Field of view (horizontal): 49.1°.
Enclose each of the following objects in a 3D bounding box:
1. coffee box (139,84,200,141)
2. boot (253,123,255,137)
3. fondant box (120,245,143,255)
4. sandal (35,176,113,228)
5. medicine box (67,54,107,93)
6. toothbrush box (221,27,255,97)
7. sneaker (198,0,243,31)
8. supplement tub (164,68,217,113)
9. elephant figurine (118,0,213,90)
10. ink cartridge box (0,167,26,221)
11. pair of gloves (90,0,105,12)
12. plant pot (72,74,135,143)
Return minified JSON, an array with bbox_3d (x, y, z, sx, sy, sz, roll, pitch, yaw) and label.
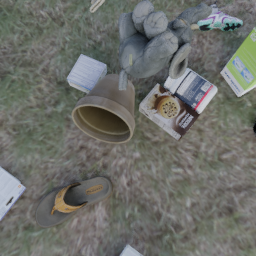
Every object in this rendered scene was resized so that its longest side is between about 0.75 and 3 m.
[{"bbox_3d":[1.457,-0.554,10.029,1.882,0.751,1.064,38,77,10],"label":"coffee box"},{"bbox_3d":[5.417,-0.240,10.019,1.460,0.659,1.781,24,78,8],"label":"boot"},{"bbox_3d":[0.008,5.133,8.408,1.773,0.716,2.458,33,78,9],"label":"fondant box"},{"bbox_3d":[-1.784,2.355,9.190,2.733,0.746,1.117,-20,75,-6],"label":"sandal"},{"bbox_3d":[-1.514,-1.991,10.521,1.061,0.600,1.165,25,76,7],"label":"medicine box"},{"bbox_3d":[4.769,-2.530,9.465,2.123,2.916,1.255,-30,76,-8],"label":"toothbrush box"},{"bbox_3d":[3.676,-4.563,11.225,1.747,0.679,1.222,2,75,0],"label":"sneaker"},{"bbox_3d":[2.230,-1.402,10.060,1.636,1.148,1.148,37,77,10],"label":"supplement tub"},{"bbox_3d":[1.089,-2.294,7.730,2.107,2.716,1.922,-16,88,40],"label":"elephant figurine"},{"bbox_3d":[-4.323,2.190,9.485,1.339,0.272,1.336,35,77,9],"label":"ink cartridge box"},{"bbox_3d":[-0.345,-4.026,7.788,1.787,0.313,1.520,-38,31,24],"label":"pair of gloves"},{"bbox_3d":[-0.619,-0.790,9.602,2.107,2.107,1.828,16,58,4],"label":"plant pot"}]
